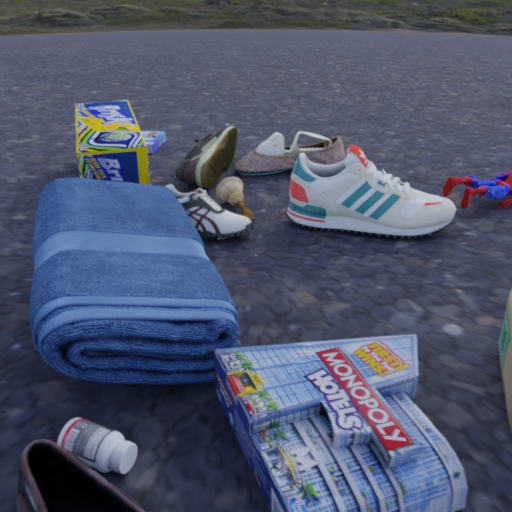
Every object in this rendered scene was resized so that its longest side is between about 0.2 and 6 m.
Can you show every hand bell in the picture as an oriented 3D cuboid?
[{"bbox_3d":[-0.332,-1.107,12.043,0.661,0.661,1.270,-12,42,-22],"label":"hand bell"}]

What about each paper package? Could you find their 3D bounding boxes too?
[{"bbox_3d":[3.951,1.358,6.695,1.844,1.001,1.935,9,30,16],"label":"paper package"}]

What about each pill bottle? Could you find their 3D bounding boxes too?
[{"bbox_3d":[-1.686,2.050,5.989,0.780,0.432,0.432,12,30,21],"label":"pill bottle"}]

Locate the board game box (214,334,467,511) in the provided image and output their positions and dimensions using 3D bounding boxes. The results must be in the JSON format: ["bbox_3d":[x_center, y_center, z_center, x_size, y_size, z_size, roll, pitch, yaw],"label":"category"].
[{"bbox_3d":[1.066,1.751,6.197,2.468,0.762,2.470,-11,29,-18],"label":"board game box"}]

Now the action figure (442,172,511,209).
[{"bbox_3d":[5.346,-1.473,12.499,2.688,0.695,0.880,-10,34,-28],"label":"action figure"}]

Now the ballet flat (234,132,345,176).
[{"bbox_3d":[0.866,-2.704,14.463,2.937,0.988,1.000,-6,28,-11],"label":"ballet flat"}]

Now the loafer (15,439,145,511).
[{"bbox_3d":[-1.216,2.509,4.635,2.743,0.864,0.986,22,35,36],"label":"loafer"}]

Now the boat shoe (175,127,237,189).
[{"bbox_3d":[-1.209,-2.620,14.236,0.976,1.061,2.969,10,33,9],"label":"boat shoe"}]

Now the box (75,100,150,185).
[{"bbox_3d":[-3.483,-2.469,13.362,1.441,1.570,4.482,-8,29,-15],"label":"box"}]

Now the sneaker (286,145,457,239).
[{"bbox_3d":[2.284,-1.334,11.130,3.392,1.586,1.194,5,24,11],"label":"sneaker"}]

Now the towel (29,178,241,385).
[{"bbox_3d":[-1.989,0.186,8.424,2.601,1.131,4.659,5,27,-23],"label":"towel"}]

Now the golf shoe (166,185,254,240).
[{"bbox_3d":[-1.010,-0.843,11.011,1.980,0.872,0.764,9,20,13],"label":"golf shoe"}]

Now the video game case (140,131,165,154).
[{"bbox_3d":[-3.438,-3.352,16.431,1.237,0.310,1.365,4,28,6],"label":"video game case"}]
